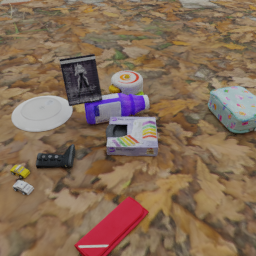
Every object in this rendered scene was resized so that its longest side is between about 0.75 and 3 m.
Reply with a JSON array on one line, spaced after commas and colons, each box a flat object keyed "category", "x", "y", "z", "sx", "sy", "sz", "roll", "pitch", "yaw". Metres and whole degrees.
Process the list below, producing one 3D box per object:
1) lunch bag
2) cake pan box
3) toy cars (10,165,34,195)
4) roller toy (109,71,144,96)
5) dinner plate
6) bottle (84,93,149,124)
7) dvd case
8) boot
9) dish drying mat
[{"category": "lunch bag", "x": 4.614, "y": -0.788, "z": 11.549, "sx": 1.895, "sy": 0.911, "sz": 2.363, "roll": -11, "pitch": 42, "yaw": -16}, {"category": "cake pan box", "x": 0.132, "y": 0.276, "z": 10.626, "sx": 1.936, "sy": 0.506, "sz": 1.783, "roll": 2, "pitch": 38, "yaw": 2}, {"category": "toy cars", "x": -3.508, "y": 1.630, "z": 9.164, "sx": 0.620, "sy": 0.306, "sz": 1.383, "roll": -17, "pitch": 43, "yaw": -18}, {"category": "roller toy", "x": -0.064, "y": -1.914, "z": 12.729, "sx": 1.574, "sy": 1.100, "sz": 1.436, "roll": 1, "pitch": 40, "yaw": 1}, {"category": "dinner plate", "x": -3.684, "y": -0.757, "z": 12.016, "sx": 2.558, "sy": 0.310, "sz": 2.558, "roll": 1, "pitch": 39, "yaw": -1}, {"category": "bottle", "x": -0.450, "y": -0.869, "z": 11.499, "sx": 2.620, "sy": 1.094, "sz": 0.855, "roll": -11, "pitch": 42, "yaw": -11}, {"category": "dvd case", "x": -1.750, "y": -1.797, "z": 10.551, "sx": 1.314, "sy": 1.767, "sz": 0.141, "roll": -12, "pitch": 16, "yaw": -10}, {"category": "boot", "x": -2.545, "y": 0.981, "z": 9.901, "sx": 1.247, "sy": 0.409, "sz": 1.028, "roll": -3, "pitch": 38, "yaw": 3}, {"category": "dish drying mat", "x": -0.409, "y": 2.803, "z": 7.861, "sx": 0.836, "sy": 0.198, "sz": 2.176, "roll": 30, "pitch": 49, "yaw": 32}]
